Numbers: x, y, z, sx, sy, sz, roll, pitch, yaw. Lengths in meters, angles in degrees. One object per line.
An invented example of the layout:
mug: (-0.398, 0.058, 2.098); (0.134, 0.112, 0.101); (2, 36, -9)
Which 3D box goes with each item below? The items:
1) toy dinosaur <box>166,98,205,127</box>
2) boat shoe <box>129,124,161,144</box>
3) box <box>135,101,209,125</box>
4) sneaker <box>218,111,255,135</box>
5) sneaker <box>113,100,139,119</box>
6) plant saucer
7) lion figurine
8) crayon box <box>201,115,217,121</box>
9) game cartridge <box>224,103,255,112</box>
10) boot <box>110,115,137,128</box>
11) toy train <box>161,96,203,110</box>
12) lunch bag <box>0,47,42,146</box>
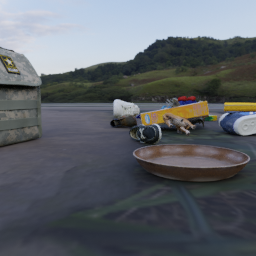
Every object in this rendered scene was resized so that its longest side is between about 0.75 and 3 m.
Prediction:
toy dinosaur: (2.352, -0.383, 11.217); (1.124, 0.846, 2.197); (-7, 36, -10)
boat shoe: (0.421, 0.161, 7.220); (0.411, 0.516, 1.364); (-1, -5, -20)
box: (1.569, -0.427, 10.001); (2.549, 0.529, 1.517); (-12, -3, 16)
sneaker: (3.986, -0.241, 9.116); (2.000, 0.806, 1.464); (-7, 12, -11)
sneaker: (-0.039, -1.066, 15.461); (1.185, 1.019, 2.799); (-1, 5, 14)
plant saucer: (0.998, 0.542, 4.592); (1.828, 0.293, 1.828); (0, 7, 0)
lion figurine: (1.457, -0.202, 8.519); (1.448, 0.525, 0.887); (32, 8, -39)
crayon box: (3.890, -0.518, 14.044); (0.780, 0.263, 0.904); (0, 6, -12)
game cartridge: (5.367, -0.916, 12.379); (2.124, 0.344, 1.872); (4, 8, 20)
boot: (-0.176, -0.174, 10.632); (0.661, 0.509, 1.363); (-19, 9, -22)
toy train: (3.132, -1.031, 15.574); (1.590, 1.163, 2.747); (-12, -3, 41)
lunch bag: (-3.308, -0.868, 7.077); (1.485, 2.525, 2.071); (2, 6, 20)
